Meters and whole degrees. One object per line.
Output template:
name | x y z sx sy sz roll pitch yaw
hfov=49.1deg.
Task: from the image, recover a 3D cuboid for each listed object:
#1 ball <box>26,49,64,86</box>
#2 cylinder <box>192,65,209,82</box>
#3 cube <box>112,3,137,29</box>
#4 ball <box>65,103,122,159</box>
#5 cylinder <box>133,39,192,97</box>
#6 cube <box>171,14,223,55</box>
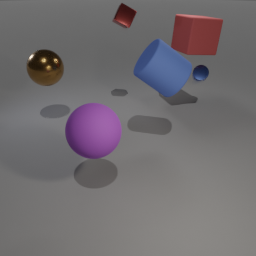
ball | -3.193 -2.324 10.846 1.400 1.400 1.400 0 28 0
cylinder | 3.314 -2.485 12.847 0.700 0.700 0.700 5 3 9
cube | -0.153 -4.533 11.386 0.700 0.700 0.700 24 8 -16
ball | -0.860 0.072 7.020 1.400 1.400 1.400 0 28 0
cylinder | 1.134 -1.962 9.266 1.400 1.400 1.400 31 21 -20
cube | 2.783 -3.835 11.514 1.400 1.400 1.400 -5 27 -21
